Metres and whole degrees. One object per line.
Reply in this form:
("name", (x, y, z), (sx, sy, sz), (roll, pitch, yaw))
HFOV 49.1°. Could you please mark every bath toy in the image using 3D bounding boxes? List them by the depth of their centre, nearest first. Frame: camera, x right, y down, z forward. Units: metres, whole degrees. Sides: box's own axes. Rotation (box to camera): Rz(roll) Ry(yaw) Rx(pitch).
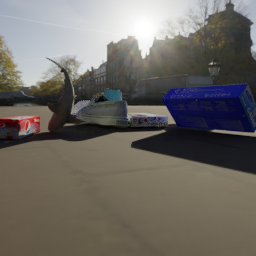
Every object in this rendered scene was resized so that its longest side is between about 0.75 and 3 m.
("bath toy", (-0.760, -0.891, 11.273), (1.079, 0.917, 2.482), (6, -6, 1))

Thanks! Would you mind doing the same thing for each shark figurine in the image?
("shark figurine", (-1.722, -0.765, 7.020), (1.132, 1.895, 0.791), (13, 9, 38))

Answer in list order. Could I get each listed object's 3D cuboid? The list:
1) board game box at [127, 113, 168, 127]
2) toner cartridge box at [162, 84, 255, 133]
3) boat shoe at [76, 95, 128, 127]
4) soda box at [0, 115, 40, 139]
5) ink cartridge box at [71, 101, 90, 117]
("board game box", (0.357, -0.293, 9.412), (1.215, 0.333, 1.925), (-2, 7, -20))
("toner cartridge box", (2.154, -0.526, 7.541), (2.432, 1.155, 0.525), (6, 49, 51))
("boat shoe", (-0.834, -0.593, 9.166), (0.934, 0.953, 2.676), (7, 1, -36))
("soda box", (-2.558, -0.048, 6.704), (0.494, 0.448, 1.412), (2, 6, 1))
("ink cartridge box", (-1.901, -0.745, 12.321), (1.200, 0.470, 2.534), (-2, 16, 8))
